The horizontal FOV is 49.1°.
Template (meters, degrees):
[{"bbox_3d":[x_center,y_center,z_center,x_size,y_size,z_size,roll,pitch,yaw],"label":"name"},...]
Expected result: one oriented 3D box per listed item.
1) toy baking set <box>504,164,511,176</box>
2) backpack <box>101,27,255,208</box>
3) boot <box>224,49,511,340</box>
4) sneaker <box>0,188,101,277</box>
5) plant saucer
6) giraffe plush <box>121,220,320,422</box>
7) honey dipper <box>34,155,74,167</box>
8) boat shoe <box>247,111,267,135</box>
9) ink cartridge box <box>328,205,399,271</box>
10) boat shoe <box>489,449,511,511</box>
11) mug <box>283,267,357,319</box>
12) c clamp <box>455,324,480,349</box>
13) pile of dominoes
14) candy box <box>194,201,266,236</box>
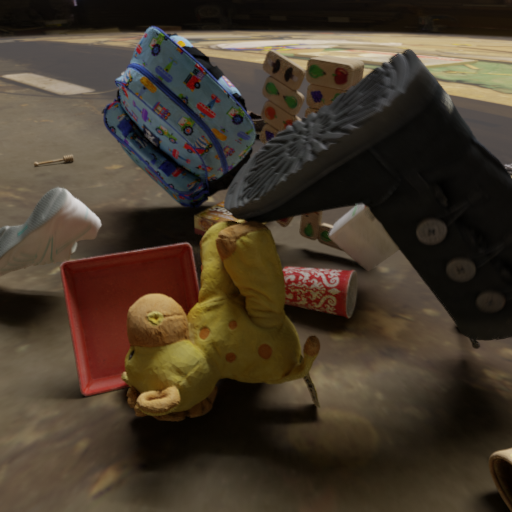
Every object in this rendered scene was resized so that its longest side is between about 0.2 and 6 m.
[{"bbox_3d":[6.717,-1.973,13.879,2.014,0.234,1.546,-23,35,-36],"label":"toy baking set"},{"bbox_3d":[-1.499,-2.642,10.962,2.235,3.034,3.323,-46,2,-6],"label":"backpack"},{"bbox_3d":[1.804,-0.246,6.913,3.007,3.648,1.197,-25,36,42],"label":"boot"},{"bbox_3d":[-3.469,-0.134,8.871,2.409,0.965,0.847,-26,50,26],"label":"sneaker"},{"bbox_3d":[-1.561,0.796,7.350,1.701,1.704,0.313,-10,-2,-18],"label":"plant saucer"},{"bbox_3d":[-0.656,1.006,6.714,2.070,2.203,2.553,-19,67,-17],"label":"giraffe plush"},{"bbox_3d":[-5.446,-2.543,15.068,1.020,0.194,0.194,-14,31,-19],"label":"honey dipper"},{"bbox_3d":[-0.135,-4.221,17.711,2.314,0.689,0.831,12,30,22],"label":"boat shoe"},{"bbox_3d":[2.001,-0.535,8.697,0.904,1.660,0.418,40,43,-8],"label":"ink cartridge box"},{"bbox_3d":[2.644,2.520,4.615,0.867,0.924,2.506,-1,18,3],"label":"boat shoe"},{"bbox_3d":[0.973,0.580,8.707,1.091,0.969,0.728,6,64,21],"label":"mug"},{"bbox_3d":[4.040,0.886,8.396,2.304,0.312,1.969,-2,22,0],"label":"c clamp"},{"bbox_3d":[1.039,-1.645,9.563,2.600,3.336,0.531,20,33,26],"label":"pile of dominoes"},{"bbox_3d":[-0.426,-0.780,11.362,0.896,0.429,1.552,18,32,29],"label":"candy box"}]
